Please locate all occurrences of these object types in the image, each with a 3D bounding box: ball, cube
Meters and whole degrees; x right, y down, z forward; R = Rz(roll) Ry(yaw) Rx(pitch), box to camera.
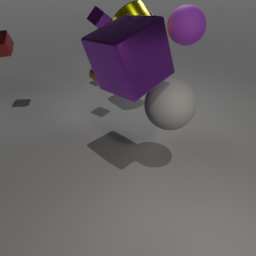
[{"bbox_3d":[2.126,-3.729,10.199,1.400,1.400,1.400,0,30,0],"label":"ball"},{"bbox_3d":[-1.282,-4.907,12.632,0.700,0.700,0.700,45,14,25],"label":"cube"},{"bbox_3d":[-4.857,-3.198,10.676,0.700,0.700,0.700,-5,66,1],"label":"cube"},{"bbox_3d":[0.024,-1.687,6.571,1.400,1.400,1.400,-38,39,-23],"label":"cube"},{"bbox_3d":[1.141,-0.637,7.610,1.400,1.400,1.400,0,30,0],"label":"ball"}]

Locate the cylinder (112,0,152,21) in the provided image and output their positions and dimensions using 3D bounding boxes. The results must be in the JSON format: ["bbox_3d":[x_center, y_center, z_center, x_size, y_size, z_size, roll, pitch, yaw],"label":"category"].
[{"bbox_3d":[0.338,-3.680,10.363,1.400,1.400,1.400,-27,83,-38],"label":"cylinder"}]

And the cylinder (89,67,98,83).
[{"bbox_3d":[-1.025,-2.070,10.853,0.700,0.700,0.700,34,41,18],"label":"cylinder"}]
